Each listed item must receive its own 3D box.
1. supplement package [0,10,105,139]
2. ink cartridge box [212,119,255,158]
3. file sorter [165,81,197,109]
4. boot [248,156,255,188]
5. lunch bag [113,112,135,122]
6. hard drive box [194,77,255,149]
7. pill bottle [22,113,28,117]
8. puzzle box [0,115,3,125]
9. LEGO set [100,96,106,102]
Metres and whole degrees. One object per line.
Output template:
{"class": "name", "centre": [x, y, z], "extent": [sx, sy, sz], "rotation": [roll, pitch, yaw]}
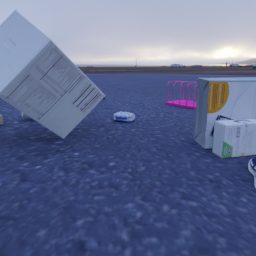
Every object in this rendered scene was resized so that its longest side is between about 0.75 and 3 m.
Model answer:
{"class": "supplement package", "centre": [-2.636, -1.556, 8.456], "extent": [2.553, 1.964, 2.670], "rotation": [44, 0, 38]}
{"class": "ink cartridge box", "centre": [2.899, 0.257, 7.343], "extent": [1.227, 0.891, 0.537], "rotation": [-4, 14, -14]}
{"class": "file sorter", "centre": [3.248, -1.845, 15.092], "extent": [1.431, 1.292, 2.060], "rotation": [-10, 17, -36]}
{"class": "boot", "centre": [2.896, 0.697, 5.862], "extent": [0.594, 0.738, 1.633], "rotation": [4, 14, 16]}
{"class": "lunch bag", "centre": [-0.173, -0.443, 11.429], "extent": [0.864, 0.327, 0.693], "rotation": [5, 17, 18]}
{"class": "hard drive box", "centre": [3.310, -0.476, 8.132], "extent": [2.494, 1.944, 0.958], "rotation": [-2, 14, -6]}
{"class": "pill bottle", "centre": [-3.685, -0.790, 11.781], "extent": [1.485, 0.822, 0.822], "rotation": [-6, 15, -23]}
{"class": "puzzle box", "centre": [-6.324, -0.108, 9.909], "extent": [1.964, 0.375, 2.952], "rotation": [8, 16, 27]}
{"class": "LEGO set", "centre": [-2.338, -1.839, 16.879], "extent": [1.982, 0.486, 1.481], "rotation": [-1, 17, -5]}
